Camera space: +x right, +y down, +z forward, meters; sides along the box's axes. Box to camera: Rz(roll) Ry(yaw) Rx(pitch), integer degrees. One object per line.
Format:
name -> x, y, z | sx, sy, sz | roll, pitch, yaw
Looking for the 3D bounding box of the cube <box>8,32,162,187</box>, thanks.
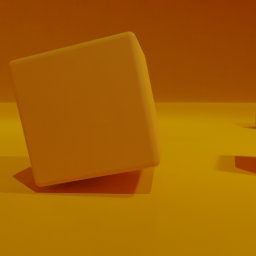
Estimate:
cube -> -0.306, -0.173, 2.820 | 1.104, 1.104, 1.104 | -11, 4, 9
